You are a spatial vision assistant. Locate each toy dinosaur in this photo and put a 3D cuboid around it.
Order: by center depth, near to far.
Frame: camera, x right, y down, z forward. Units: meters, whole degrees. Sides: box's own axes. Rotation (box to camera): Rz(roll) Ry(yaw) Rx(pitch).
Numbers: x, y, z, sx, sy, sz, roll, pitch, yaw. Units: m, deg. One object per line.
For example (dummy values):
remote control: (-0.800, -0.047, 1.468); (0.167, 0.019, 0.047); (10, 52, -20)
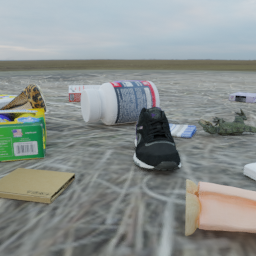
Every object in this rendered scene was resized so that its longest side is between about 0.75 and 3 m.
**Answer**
toy dinosaur: (3.452, -0.128, 9.014); (2.688, 0.638, 1.185); (-1, 25, -4)

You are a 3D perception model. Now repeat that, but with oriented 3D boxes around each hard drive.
hard drive: (3.378, 1.044, 5.124); (1.335, 0.266, 2.025); (-5, 16, -20)

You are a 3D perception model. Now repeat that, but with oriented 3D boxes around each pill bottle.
pill bottle: (-0.311, -0.892, 10.092); (2.557, 1.529, 1.529); (-7, 16, -24)

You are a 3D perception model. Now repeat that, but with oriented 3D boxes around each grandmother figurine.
grandmother figurine: (2.135, 1.163, 3.707); (2.689, 0.814, 1.631); (1, 19, 11)

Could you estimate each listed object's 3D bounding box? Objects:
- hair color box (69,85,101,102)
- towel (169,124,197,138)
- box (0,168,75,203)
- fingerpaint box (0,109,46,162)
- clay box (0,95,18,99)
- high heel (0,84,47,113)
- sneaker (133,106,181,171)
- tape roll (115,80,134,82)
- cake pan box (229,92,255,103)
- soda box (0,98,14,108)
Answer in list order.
hair color box: (-2.357, -1.929, 15.518); (1.817, 0.581, 1.007); (-1, 32, -10)
towel: (1.398, 0.049, 9.148); (1.534, 0.183, 1.126); (6, 17, 23)
box: (-1.811, 1.058, 5.336); (1.304, 0.139, 1.066); (3, 14, 13)
fingerpaint box: (-3.481, 0.131, 7.341); (2.527, 0.927, 2.108); (-4, 15, -14)
clay box: (-5.984, -1.219, 13.271); (1.320, 0.547, 2.298); (4, 16, 13)
high heel: (-3.598, -0.595, 8.863); (1.825, 0.914, 2.560); (-23, -4, -25)
sneaker: (0.587, 0.124, 6.838); (1.023, 1.183, 2.702); (-2, 15, -7)
tape roll: (0.225, -2.245, 16.476); (2.206, 0.937, 2.206); (0, 15, 0)
cake pan box: (6.511, -1.709, 15.530); (1.357, 0.385, 1.474); (10, 17, 41)
soda box: (-4.962, -0.508, 9.927); (0.805, 0.866, 2.537); (13, 20, 41)
